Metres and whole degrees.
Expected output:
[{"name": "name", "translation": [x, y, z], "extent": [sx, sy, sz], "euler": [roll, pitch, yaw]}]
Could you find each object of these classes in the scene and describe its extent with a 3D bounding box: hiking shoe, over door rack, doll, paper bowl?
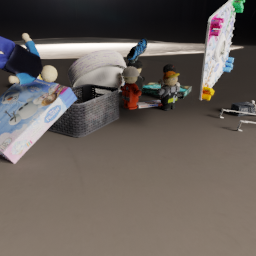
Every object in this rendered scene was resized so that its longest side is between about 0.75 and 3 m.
[{"name": "hiking shoe", "translation": [0.391, -3.189, 11.388], "extent": [0.437, 1.176, 0.510], "euler": [34, 2, 24]}, {"name": "over door rack", "translation": [5.260, -0.552, 11.607], "extent": [2.320, 0.773, 1.714], "euler": [-3, 21, -7]}, {"name": "doll", "translation": [-3.545, -2.235, 8.791], "extent": [2.803, 1.913, 0.679], "euler": [23, -31, -24]}, {"name": "paper bowl", "translation": [-1.415, -2.455, 14.180], "extent": [2.989, 1.554, 2.989], "euler": [-19, -17, -6]}]

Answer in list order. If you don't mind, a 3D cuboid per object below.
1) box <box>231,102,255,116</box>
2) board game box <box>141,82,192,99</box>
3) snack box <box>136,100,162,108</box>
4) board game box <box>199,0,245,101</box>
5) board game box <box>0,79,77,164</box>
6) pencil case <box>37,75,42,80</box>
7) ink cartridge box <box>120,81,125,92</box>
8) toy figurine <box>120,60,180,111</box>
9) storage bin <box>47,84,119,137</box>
[{"name": "box", "translation": [5.272, -0.874, 12.800], "extent": [0.868, 0.465, 0.645], "euler": [-5, 22, -13]}, {"name": "board game box", "translation": [2.218, -2.238, 16.366], "extent": [2.625, 0.370, 1.775], "euler": [10, 24, 23]}, {"name": "snack box", "translation": [1.097, -1.199, 14.022], "extent": [1.375, 0.167, 0.494], "euler": [-7, 23, -17]}, {"name": "board game box", "translation": [3.228, -2.719, 9.562], "extent": [0.360, 2.787, 2.786], "euler": [20, 44, 27]}, {"name": "board game box", "translation": [-3.753, -0.506, 9.751], "extent": [2.967, 0.644, 2.953], "euler": [18, 61, 39]}, {"name": "pencil case", "translation": [-6.050, -3.156, 17.830], "extent": [1.085, 0.994, 2.392], "euler": [10, 24, 23]}, {"name": "ink cartridge box", "translation": [-0.369, -2.605, 17.157], "extent": [0.790, 0.463, 1.094], "euler": [-12, 23, -26]}, {"name": "toy figurine", "translation": [1.146, -2.245, 14.082], "extent": [2.927, 2.068, 2.973], "euler": [4, 22, 9]}, {"name": "storage bin", "translation": [-1.817, -0.818, 11.511], "extent": [1.932, 1.340, 2.857], "euler": [12, 24, 29]}]
